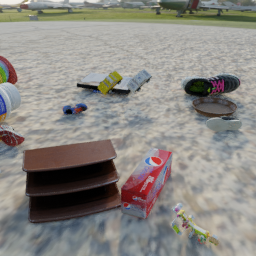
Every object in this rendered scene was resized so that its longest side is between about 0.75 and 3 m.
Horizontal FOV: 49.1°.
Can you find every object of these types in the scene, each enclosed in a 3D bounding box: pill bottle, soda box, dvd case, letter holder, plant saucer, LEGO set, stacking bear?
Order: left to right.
[{"bbox_3d":[-5.122,-0.718,9.856,1.467,1.467,2.618,13,29,25],"label":"pill bottle"},{"bbox_3d":[-6.519,-2.235,12.986,1.720,1.610,2.832,0,32,-1],"label":"stacking bear"},{"bbox_3d":[-1.270,1.191,6.507,2.123,1.068,1.509,-7,29,-14],"label":"letter holder"},{"bbox_3d":[-0.992,-2.273,14.015,2.641,0.232,1.884,9,29,12],"label":"dvd case"},{"bbox_3d":[0.508,1.245,6.786,0.629,0.694,1.982,11,28,21],"label":"soda box"},{"bbox_3d":[1.249,2.032,5.578,1.086,0.500,0.404,43,60,15],"label":"LEGO set"},{"bbox_3d":[3.483,-0.824,11.382,1.786,0.308,1.786,1,27,0],"label":"plant saucer"}]

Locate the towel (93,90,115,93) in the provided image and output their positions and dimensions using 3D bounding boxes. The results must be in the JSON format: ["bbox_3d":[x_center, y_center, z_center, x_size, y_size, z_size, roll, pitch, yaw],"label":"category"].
[{"bbox_3d":[-0.983,-1.981,13.846,1.457,0.174,1.055,-2,27,-4],"label":"towel"}]

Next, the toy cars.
[{"bbox_3d":[-0.151,-2.140,12.606,2.514,1.127,0.557,-4,-14,3],"label":"toy cars"}]

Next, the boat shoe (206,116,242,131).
[{"bbox_3d":[3.331,-0.195,9.901,1.357,0.501,0.409,-2,27,-11],"label":"boat shoe"}]

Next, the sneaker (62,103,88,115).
[{"bbox_3d":[-2.105,-0.703,11.139,1.023,0.385,0.401,-11,34,-1],"label":"sneaker"}]

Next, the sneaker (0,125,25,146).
[{"bbox_3d":[-3.870,0.162,9.119,1.434,0.558,0.589,16,30,28],"label":"sneaker"}]

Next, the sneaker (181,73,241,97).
[{"bbox_3d":[3.759,-1.873,12.780,2.672,0.986,1.169,1,27,11],"label":"sneaker"}]
